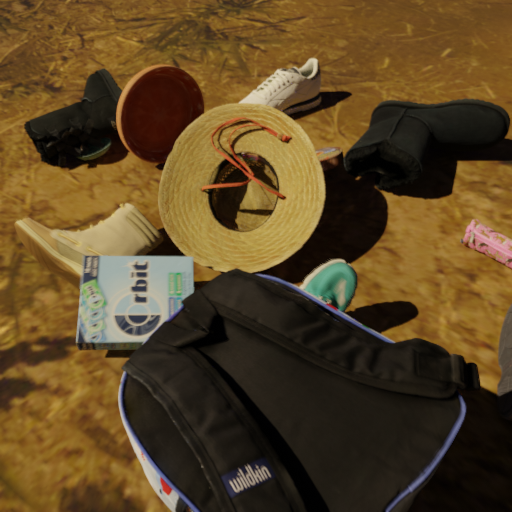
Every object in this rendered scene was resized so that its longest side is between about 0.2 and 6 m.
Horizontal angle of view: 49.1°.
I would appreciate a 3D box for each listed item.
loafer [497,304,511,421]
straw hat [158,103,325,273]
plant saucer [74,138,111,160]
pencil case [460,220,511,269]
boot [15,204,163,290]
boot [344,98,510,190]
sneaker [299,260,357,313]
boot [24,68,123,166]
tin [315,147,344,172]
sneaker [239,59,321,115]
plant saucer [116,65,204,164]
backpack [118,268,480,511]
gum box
[{"bbox_3d":[4.476,1.741,9.248,0.712,0.812,2.259,21,55,2],"label":"loafer"},{"bbox_3d":[-0.208,-1.206,11.405,3.454,1.462,3.454,-1,78,5],"label":"straw hat"},{"bbox_3d":[-3.968,-2.586,13.694,0.953,0.171,0.953,-12,35,9],"label":"plant saucer"},{"bbox_3d":[4.853,-0.155,11.137,1.465,0.607,0.634,35,57,28],"label":"pencil case"},{"bbox_3d":[-3.239,-0.402,10.915,2.397,0.873,1.863,31,59,14],"label":"boot"},{"bbox_3d":[3.955,-2.520,12.929,3.367,1.286,2.829,11,43,20],"label":"boot"},{"bbox_3d":[0.859,1.034,9.130,0.863,0.887,2.226,40,95,-1],"label":"sneaker"},{"bbox_3d":[-4.550,-3.549,14.175,2.525,1.140,3.082,-27,43,-12],"label":"boot"},{"bbox_3d":[1.228,-2.118,12.969,1.695,0.355,0.949,-20,20,-10],"label":"tin"},{"bbox_3d":[0.509,-4.309,14.841,2.889,1.163,1.104,-31,55,-25],"label":"sneaker"},{"bbox_3d":[-2.227,-3.293,13.078,2.267,2.267,0.366,-30,42,-26],"label":"plant saucer"},{"bbox_3d":[0.216,2.122,7.235,3.664,2.963,3.846,40,57,21],"label":"backpack"},{"bbox_3d":[-2.049,0.794,9.737,1.927,0.429,1.637,1,61,-9],"label":"gum box"}]
